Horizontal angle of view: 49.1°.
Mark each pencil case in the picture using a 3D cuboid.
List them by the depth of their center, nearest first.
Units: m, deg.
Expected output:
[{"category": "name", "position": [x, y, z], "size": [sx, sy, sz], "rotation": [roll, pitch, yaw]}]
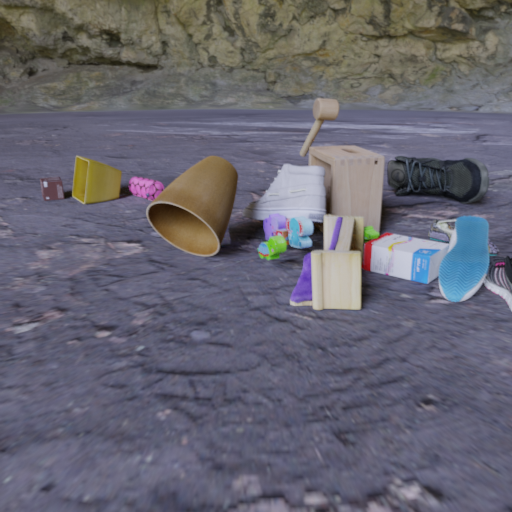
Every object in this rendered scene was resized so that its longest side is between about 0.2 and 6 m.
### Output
[{"category": "pencil case", "position": [-3.152, -1.895, 15.973], "size": [0.585, 0.604, 1.289], "rotation": [-18, 24, -32]}]

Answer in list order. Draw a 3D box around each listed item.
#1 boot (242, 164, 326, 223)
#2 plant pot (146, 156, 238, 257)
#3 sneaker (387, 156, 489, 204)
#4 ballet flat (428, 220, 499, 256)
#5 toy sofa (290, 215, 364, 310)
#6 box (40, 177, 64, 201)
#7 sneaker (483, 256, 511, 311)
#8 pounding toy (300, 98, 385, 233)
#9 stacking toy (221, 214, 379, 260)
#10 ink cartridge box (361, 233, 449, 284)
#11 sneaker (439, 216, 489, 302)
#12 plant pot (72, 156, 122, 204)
[{"category": "boot", "position": [0.638, -1.371, 12.352], "size": [0.963, 1.252, 2.619], "rotation": [5, 0, -36]}, {"category": "plant pot", "position": [-1.050, -1.116, 11.085], "size": [1.572, 1.572, 1.687], "rotation": [11, 57, 30]}, {"category": "sneaker", "position": [4.927, -2.145, 15.747], "size": [1.913, 1.276, 3.339], "rotation": [-7, 17, -15]}, {"category": "ballet flat", "position": [4.345, -0.452, 11.789], "size": [0.586, 0.586, 1.629], "rotation": [-13, 23, -34]}, {"category": "toy sofa", "position": [1.264, 0.031, 9.653], "size": [1.147, 0.973, 2.350], "rotation": [2, 19, 12]}, {"category": "box", "position": [-5.869, -1.934, 16.104], "size": [0.555, 0.561, 0.676], "rotation": [-8, 21, -23]}, {"category": "sneaker", "position": [4.301, 0.275, 9.128], "size": [0.763, 0.905, 2.069], "rotation": [1, 19, 4]}, {"category": "pounding toy", "position": [2.001, -2.178, 13.137], "size": [1.341, 2.932, 2.576], "rotation": [-4, 19, -11]}, {"category": "stacking toy", "position": [0.642, -0.570, 11.337], "size": [2.263, 0.705, 3.001], "rotation": [-10, 13, -25]}, {"category": "ink cartridge box", "position": [2.658, -0.010, 10.517], "size": [1.610, 0.541, 0.935], "rotation": [14, 23, 36]}, {"category": "sneaker", "position": [3.643, 0.166, 9.713], "size": [0.765, 0.808, 2.001], "rotation": [11, 43, 26]}, {"category": "plant pot", "position": [-4.495, -2.125, 15.937], "size": [1.050, 1.190, 1.190], "rotation": [1, 15, -36]}]
